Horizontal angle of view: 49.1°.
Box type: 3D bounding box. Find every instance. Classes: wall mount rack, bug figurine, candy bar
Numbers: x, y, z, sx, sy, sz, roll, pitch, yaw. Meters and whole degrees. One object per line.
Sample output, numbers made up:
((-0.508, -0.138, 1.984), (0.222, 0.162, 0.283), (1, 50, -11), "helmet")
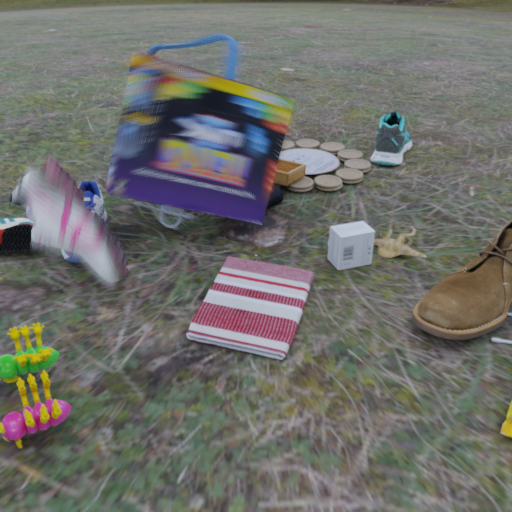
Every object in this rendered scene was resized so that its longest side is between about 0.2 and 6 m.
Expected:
((-1.873, -1.367, 11.814), (1.279, 1.471, 0.549), (12, -4, -17), "wall mount rack")
((-3.561, 1.886, 7.325), (2.068, 0.686, 2.666), (-13, 33, -22), "bug figurine")
((4.389, 1.037, 8.939), (1.183, 0.508, 1.362), (-32, 15, 30), "wall mount rack")
((3.823, 1.878, 7.781), (0.494, 0.219, 1.980), (20, 35, 23), "candy bar")

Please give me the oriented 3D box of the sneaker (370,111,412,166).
((3.906, -3.518, 15.793), (1.056, 1.241, 2.721), (8, 31, 13), "sneaker")

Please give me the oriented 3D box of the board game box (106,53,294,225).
((-1.119, -2.230, 11.101), (3.198, 2.643, 0.907), (9, 11, -21), "board game box")

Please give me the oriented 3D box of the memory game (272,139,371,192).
((1.293, -2.471, 15.040), (3.539, 0.225, 3.539), (0, 31, 0), "memory game")

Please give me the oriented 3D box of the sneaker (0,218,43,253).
((-5.085, -0.417, 11.358), (1.958, 0.689, 0.915), (0, 10, 7), "sneaker")

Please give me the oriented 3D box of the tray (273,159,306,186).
((0.185, -2.210, 14.012), (1.888, 0.350, 0.931), (19, 31, 27), "tray")

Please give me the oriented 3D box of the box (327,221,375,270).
((1.813, -0.200, 10.739), (0.749, 0.745, 0.490), (-11, 33, -17), "box")

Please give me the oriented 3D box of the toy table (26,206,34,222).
((-4.170, -1.015, 10.970), (0.419, 0.657, 0.715), (-12, 55, 53), "toy table")

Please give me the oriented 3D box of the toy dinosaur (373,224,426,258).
((2.849, -0.204, 11.190), (1.633, 0.475, 0.826), (20, 51, 42), "toy dinosaur")

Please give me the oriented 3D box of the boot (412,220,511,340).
((3.899, 0.225, 9.414), (3.601, 1.359, 1.326), (-24, 38, -34), "boot")

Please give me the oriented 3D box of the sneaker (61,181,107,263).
((-3.535, -0.740, 11.381), (0.874, 1.024, 2.323), (-5, 32, -11), "sneaker")

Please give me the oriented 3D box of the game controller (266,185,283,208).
((-0.801, -1.682, 13.528), (2.953, 0.622, 1.540), (23, 23, 33), "game controller")

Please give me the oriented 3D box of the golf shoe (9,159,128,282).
((-3.266, -0.434, 9.872), (1.178, 0.928, 2.557), (-39, 78, -5), "golf shoe")

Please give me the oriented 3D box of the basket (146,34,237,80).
((-1.576, -3.604, 13.090), (2.484, 2.817, 1.960), (3, -1, 32), "basket")

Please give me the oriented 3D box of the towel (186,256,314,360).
((-0.033, 0.824, 9.531), (1.670, 0.264, 2.318), (10, 34, 12), "towel")
